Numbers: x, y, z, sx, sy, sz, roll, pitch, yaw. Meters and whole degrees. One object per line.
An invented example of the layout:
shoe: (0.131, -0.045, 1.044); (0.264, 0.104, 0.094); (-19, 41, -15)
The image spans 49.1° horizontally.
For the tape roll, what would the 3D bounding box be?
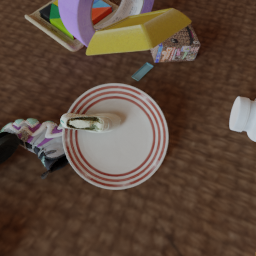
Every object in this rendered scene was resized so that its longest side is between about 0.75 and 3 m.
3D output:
tape roll: (-0.549, -3.793, 8.369); (2.955, 2.955, 0.969); (-36, 61, -21)

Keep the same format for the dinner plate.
dinner plate: (-0.285, 0.187, 6.919); (2.605, 0.316, 2.605); (2, 81, -11)

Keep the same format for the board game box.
board game box: (1.437, -2.760, 9.012); (1.389, 0.672, 1.107); (-6, 58, -12)

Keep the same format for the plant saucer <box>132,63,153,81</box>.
plant saucer: (0.462, -1.769, 8.825); (0.280, 0.076, 0.802); (34, 64, 20)

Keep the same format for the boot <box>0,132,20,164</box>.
boot: (-3.606, 0.332, 6.555); (1.926, 0.725, 1.440); (-37, 77, 7)

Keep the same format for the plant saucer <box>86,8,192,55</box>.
plant saucer: (0.209, -2.406, 6.837); (2.023, 0.490, 2.022); (7, 37, 39)

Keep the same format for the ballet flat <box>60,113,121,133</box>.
ballet flat: (-0.831, -0.095, 6.569); (1.459, 0.507, 0.507); (3, 55, -19)

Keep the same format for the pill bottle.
pill bottle: (3.821, -0.156, 7.095); (2.205, 1.235, 1.235); (12, 58, 8)

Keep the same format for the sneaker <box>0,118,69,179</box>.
sneaker: (-2.139, 0.559, 6.869); (2.141, 0.832, 1.498); (-3, 57, -1)

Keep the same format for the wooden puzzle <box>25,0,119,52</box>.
wooden puzzle: (-1.848, -4.159, 10.088); (2.654, 0.534, 2.869); (38, 65, 22)
